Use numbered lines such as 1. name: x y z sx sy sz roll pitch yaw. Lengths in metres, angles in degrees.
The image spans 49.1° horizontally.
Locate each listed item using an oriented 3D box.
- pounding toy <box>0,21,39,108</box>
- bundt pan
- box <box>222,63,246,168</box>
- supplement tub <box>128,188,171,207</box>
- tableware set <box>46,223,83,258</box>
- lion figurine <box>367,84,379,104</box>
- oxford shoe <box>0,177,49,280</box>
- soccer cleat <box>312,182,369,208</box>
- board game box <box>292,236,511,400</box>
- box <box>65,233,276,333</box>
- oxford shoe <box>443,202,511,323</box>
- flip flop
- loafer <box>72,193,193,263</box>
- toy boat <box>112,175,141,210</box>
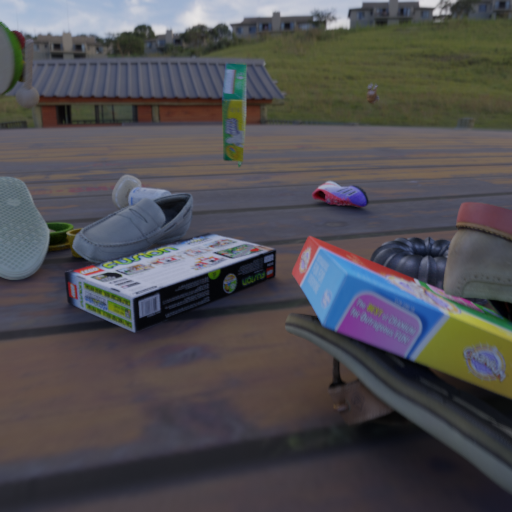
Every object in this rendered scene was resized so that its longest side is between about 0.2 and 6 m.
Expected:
1. pounding toy: -3.886 -3.149 9.001 1.540 1.188 0.714 31 32 21
2. bundt pan: 2.946 0.213 9.683 2.142 0.804 2.142 -1 17 0
3. box: -0.548 -3.529 14.386 0.582 2.408 1.413 2 56 1
4. supplement tub: -2.910 -1.503 15.432 1.063 0.701 0.701 10 20 27
5. tableware set: -5.350 -0.287 11.628 4.005 0.615 2.698 -2 18 -8
6. lion figurine: 2.635 -3.670 12.827 0.266 0.450 0.735 19 28 20
7. oxford shoe: -4.963 -0.475 11.427 1.225 0.941 3.258 0 35 -31
8. soccer cleat: 2.466 -1.710 16.419 0.728 0.679 1.990 -29 29 -22
9. board game box: 1.907 0.706 6.388 2.787 0.562 2.133 22 9 -9
10. box: -1.349 0.319 9.689 1.802 0.569 3.275 14 22 39
11. oxford shoe: 3.947 0.558 7.451 3.647 1.364 1.285 23 0 -15
12. flip flop: 1.310 1.417 5.578 1.285 0.912 3.170 15 12 -42
13. loafer: -2.446 -0.686 11.660 1.134 1.131 3.242 35 29 14
14. toy boat: -3.491 -1.680 15.988 1.229 1.033 0.571 27 5 -27
